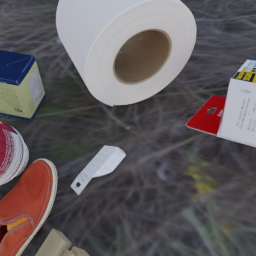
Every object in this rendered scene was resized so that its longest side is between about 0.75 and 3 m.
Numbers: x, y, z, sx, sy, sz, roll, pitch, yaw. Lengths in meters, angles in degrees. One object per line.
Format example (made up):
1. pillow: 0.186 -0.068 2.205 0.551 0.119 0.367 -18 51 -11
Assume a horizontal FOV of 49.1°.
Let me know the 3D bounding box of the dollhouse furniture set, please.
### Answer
1. dollhouse furniture set: -1.030 2.922 5.089 1.412 1.151 1.343 17 70 49

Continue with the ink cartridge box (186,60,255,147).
1. ink cartridge box: 2.877 -0.627 5.983 2.510 1.199 2.859 16 25 22

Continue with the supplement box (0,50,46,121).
1. supplement box: -3.017 -1.073 7.023 1.417 1.416 0.952 12 53 7

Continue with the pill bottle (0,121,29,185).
1. pill bottle: -2.862 0.446 5.400 1.380 2.443 1.380 0 79 0

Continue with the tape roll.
1. tape roll: -0.079 -2.257 6.877 2.895 2.895 1.988 -23 58 -13

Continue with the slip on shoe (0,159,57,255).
1. slip on shoe: -2.311 1.780 5.542 1.029 0.850 2.778 12 58 26

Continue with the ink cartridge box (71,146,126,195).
1. ink cartridge box: -0.618 0.859 5.616 0.270 0.914 1.141 43 75 -15
